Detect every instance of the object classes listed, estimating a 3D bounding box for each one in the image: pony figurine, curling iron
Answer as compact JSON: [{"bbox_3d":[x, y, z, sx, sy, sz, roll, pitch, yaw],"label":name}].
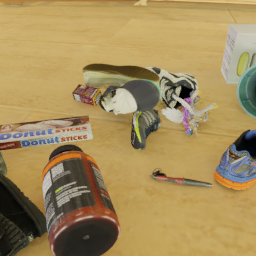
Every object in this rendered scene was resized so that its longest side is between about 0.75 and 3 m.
[{"bbox_3d":[1.939,-0.547,8.753,1.400,1.208,1.450,40,64,9],"label":"pony figurine"},{"bbox_3d":[1.296,1.240,6.848,1.510,0.193,0.374,9,34,13],"label":"curling iron"}]

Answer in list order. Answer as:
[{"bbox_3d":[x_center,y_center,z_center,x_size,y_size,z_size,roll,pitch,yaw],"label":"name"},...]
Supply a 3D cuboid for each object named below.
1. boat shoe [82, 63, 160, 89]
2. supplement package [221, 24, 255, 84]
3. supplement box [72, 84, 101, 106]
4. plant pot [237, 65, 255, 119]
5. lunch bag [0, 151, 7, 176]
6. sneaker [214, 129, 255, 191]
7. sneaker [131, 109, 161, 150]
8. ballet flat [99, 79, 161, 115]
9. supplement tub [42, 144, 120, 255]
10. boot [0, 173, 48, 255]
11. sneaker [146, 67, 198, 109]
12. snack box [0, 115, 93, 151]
[{"bbox_3d":[-0.270,-1.651,9.907,2.835,0.892,1.034,9,34,15],"label":"boat shoe"},{"bbox_3d":[5.106,-3.026,11.519,1.997,2.088,1.536,3,34,6],"label":"supplement package"},{"bbox_3d":[-1.474,-1.192,10.097,0.912,0.391,0.503,17,55,18],"label":"supplement box"},{"bbox_3d":[4.992,-1.355,9.455,1.835,1.873,1.873,-20,38,-40],"label":"plant pot"},{"bbox_3d":[-3.821,0.891,6.782,1.345,0.937,1.128,-28,27,-35],"label":"lunch bag"},{"bbox_3d":[3.357,0.502,7.113,2.868,1.125,1.080,-28,44,-35],"label":"sneaker"},{"bbox_3d":[0.548,-0.105,8.385,0.857,0.782,2.117,6,36,3],"label":"sneaker"},{"bbox_3d":[-0.133,-0.795,8.239,1.045,1.045,2.860,-18,13,-25],"label":"ballet flat"},{"bbox_3d":[-1.069,1.338,5.732,1.285,1.285,2.403,-10,35,-15],"label":"supplement tub"},{"bbox_3d":[-2.760,1.813,5.439,2.124,0.799,1.588,26,42,33],"label":"boot"},{"bbox_3d":[1.223,-1.387,9.952,2.697,1.076,1.755,10,25,-3],"label":"sneaker"},{"bbox_3d":[-2.468,0.124,8.384,2.718,0.330,0.977,-7,34,-10],"label":"snack box"}]
